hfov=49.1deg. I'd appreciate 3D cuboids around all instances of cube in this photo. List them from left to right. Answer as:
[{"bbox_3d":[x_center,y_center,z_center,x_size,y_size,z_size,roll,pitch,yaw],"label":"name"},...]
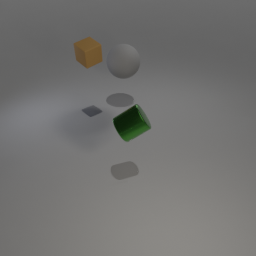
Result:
[{"bbox_3d":[-1.388,-2.639,9.797,0.700,0.700,0.700,-33,56,-26],"label":"cube"}]

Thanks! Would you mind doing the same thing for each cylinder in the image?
[{"bbox_3d":[0.101,-0.116,6.849,0.700,0.700,0.700,-31,30,13],"label":"cylinder"}]

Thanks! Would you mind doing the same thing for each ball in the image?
[{"bbox_3d":[-0.193,-2.747,11.580,1.400,1.400,1.400,0,32,0],"label":"ball"}]
